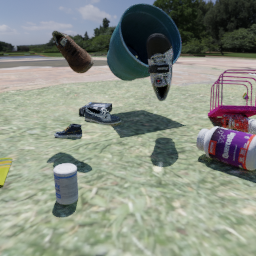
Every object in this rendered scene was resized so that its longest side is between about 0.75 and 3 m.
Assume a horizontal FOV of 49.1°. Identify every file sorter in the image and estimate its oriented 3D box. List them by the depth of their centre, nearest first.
[{"bbox_3d":[4.407,-1.347,11.471,1.771,1.598,2.549,3,-4,6],"label":"file sorter"}]

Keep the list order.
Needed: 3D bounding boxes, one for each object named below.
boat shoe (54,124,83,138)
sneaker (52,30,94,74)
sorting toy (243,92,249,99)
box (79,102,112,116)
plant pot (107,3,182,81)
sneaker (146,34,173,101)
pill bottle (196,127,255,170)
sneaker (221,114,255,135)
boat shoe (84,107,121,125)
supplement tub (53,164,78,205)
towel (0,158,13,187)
[{"bbox_3d":[-2.185,0.080,10.246,1.024,0.465,0.362,-2,18,-6],"label":"boat shoe"},{"bbox_3d":[-1.850,-2.412,8.805,2.061,0.726,0.778,45,3,40],"label":"sneaker"},{"bbox_3d":[6.968,-1.823,16.401,0.341,0.343,0.990,28,22,7],"label":"sorting toy"},{"bbox_3d":[-1.525,-0.901,13.434,1.195,0.325,1.491,5,19,14],"label":"box"},{"bbox_3d":[0.408,-3.551,12.902,2.991,2.991,2.811,-10,-8,-28],"label":"plant pot"},{"bbox_3d":[1.124,-1.945,9.422,0.878,2.370,1.049,-5,44,12],"label":"sneaker"},{"bbox_3d":[2.905,0.528,8.080,1.732,0.974,0.974,15,24,39],"label":"pill bottle"},{"bbox_3d":[4.174,-0.107,10.551,1.053,0.656,1.964,-1,15,2],"label":"sneaker"},{"bbox_3d":[-1.113,-0.536,11.962,1.786,0.552,0.650,10,21,28],"label":"boat shoe"},{"bbox_3d":[-1.377,1.240,6.250,0.516,0.782,0.516,0,18,0],"label":"supplement tub"},{"bbox_3d":[-3.562,1.165,7.500,0.683,0.143,1.588,-5,19,-13],"label":"towel"}]
